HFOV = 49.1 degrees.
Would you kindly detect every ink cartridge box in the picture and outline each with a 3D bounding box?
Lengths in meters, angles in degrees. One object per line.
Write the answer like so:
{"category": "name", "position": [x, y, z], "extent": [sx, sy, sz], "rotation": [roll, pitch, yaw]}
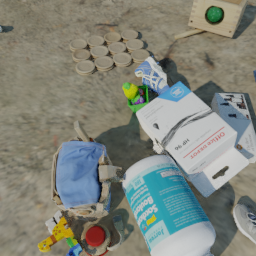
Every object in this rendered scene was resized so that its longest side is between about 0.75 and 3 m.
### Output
{"category": "ink cartridge box", "position": [1.540, 0.207, 6.784], "extent": [1.462, 0.855, 2.520], "rotation": [-37, 59, -6]}

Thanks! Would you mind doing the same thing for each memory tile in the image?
{"category": "memory tile", "position": [-0.711, -2.841, 10.340], "extent": [2.717, 0.228, 2.082], "rotation": [-14, 53, -10]}

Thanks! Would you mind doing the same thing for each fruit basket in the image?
{"category": "fruit basket", "position": [0.238, -1.018, 8.354], "extent": [0.704, 0.976, 0.976], "rotation": [-8, 51, 8]}

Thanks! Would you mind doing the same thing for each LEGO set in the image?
{"category": "LEGO set", "position": [-1.395, 2.498, 5.806], "extent": [0.708, 0.658, 1.724], "rotation": [-28, 55, -21]}

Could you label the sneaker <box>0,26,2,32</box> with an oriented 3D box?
{"category": "sneaker", "position": [-5.521, -3.822, 11.015], "extent": [1.036, 0.412, 0.676], "rotation": [11, 50, 21]}

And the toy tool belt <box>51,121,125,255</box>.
{"category": "toy tool belt", "position": [-0.918, 1.266, 6.147], "extent": [1.659, 1.633, 2.657], "rotation": [-9, 52, -7]}

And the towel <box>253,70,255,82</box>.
{"category": "towel", "position": [4.795, -0.770, 8.378], "extent": [1.645, 0.715, 2.946], "rotation": [7, 51, 5]}

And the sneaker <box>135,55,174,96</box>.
{"category": "sneaker", "position": [0.970, -1.361, 8.933], "extent": [0.821, 0.807, 2.132], "rotation": [-33, 56, 4]}

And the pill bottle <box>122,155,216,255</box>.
{"category": "pill bottle", "position": [0.885, 1.871, 5.848], "extent": [1.360, 1.360, 2.455], "rotation": [-18, 53, -14]}

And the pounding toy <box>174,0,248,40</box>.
{"category": "pounding toy", "position": [3.251, -4.308, 10.887], "extent": [2.068, 1.597, 2.246], "rotation": [22, 44, 16]}

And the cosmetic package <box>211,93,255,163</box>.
{"category": "cosmetic package", "position": [2.987, -0.070, 7.922], "extent": [0.885, 0.543, 2.145], "rotation": [1, 51, 2]}

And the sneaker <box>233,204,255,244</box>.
{"category": "sneaker", "position": [2.885, 2.194, 5.969], "extent": [0.554, 0.608, 1.484], "rotation": [-8, 44, -28]}

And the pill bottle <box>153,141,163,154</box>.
{"category": "pill bottle", "position": [0.946, 0.304, 7.689], "extent": [0.434, 0.434, 0.774], "rotation": [14, 53, 11]}
